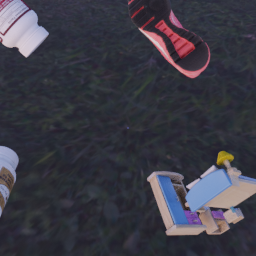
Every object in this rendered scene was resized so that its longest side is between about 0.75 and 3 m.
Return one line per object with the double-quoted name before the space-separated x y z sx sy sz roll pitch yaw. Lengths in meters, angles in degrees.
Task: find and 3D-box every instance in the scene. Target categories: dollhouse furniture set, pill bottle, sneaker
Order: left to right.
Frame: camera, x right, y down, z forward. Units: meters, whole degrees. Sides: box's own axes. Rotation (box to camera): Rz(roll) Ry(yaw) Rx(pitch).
"pill bottle" -2.532 1.010 5.143 0.800 0.800 1.399 -1 36 -1
"pill bottle" -2.706 -2.479 6.175 1.803 1.019 1.019 43 50 -21
"sneaker" 0.831 -2.119 6.454 0.939 1.105 2.548 -35 78 4
"dollhouse furniture set" 1.475 0.955 4.876 1.613 1.708 1.115 14 41 -34
